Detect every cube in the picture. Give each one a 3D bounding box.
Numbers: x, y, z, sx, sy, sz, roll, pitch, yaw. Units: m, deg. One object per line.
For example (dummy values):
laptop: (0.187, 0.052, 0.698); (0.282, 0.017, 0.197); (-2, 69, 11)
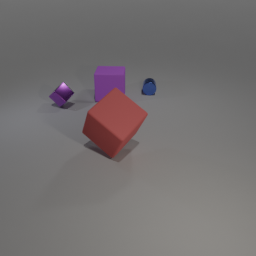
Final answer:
cube: (-3.027, -1.515, 12.760); (0.700, 0.700, 0.700); (-22, 28, 52)
cube: (-0.458, -0.156, 9.174); (1.400, 1.400, 1.400); (40, 58, 6)
cube: (-0.860, -2.178, 13.765); (1.400, 1.400, 1.400); (1, 28, 1)

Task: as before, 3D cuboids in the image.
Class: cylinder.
cylinder: (1.105, -2.134, 14.438); (0.700, 0.700, 0.700); (2, 30, 3)
